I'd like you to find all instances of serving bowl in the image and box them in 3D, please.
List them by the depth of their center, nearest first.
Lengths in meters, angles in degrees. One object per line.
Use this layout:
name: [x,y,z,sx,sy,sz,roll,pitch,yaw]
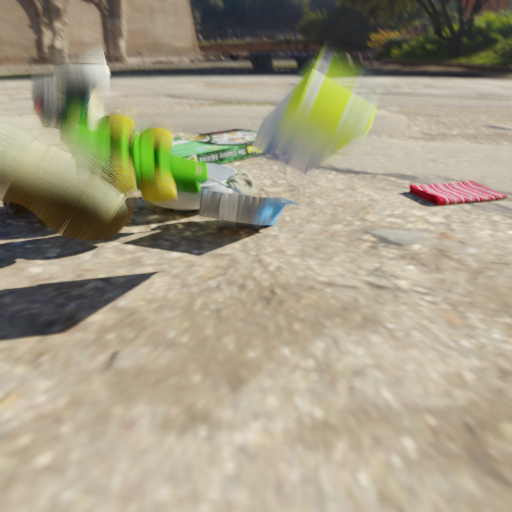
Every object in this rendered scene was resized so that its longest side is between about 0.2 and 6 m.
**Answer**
serving bowl: [-1.341,-1.309,10.988,1.968,0.647,1.968,0,21,0]

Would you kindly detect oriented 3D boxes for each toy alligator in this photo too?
toy alligator: [-1.652,-1.388,9.254,3.656,1.084,0.992,11,-22,-44]

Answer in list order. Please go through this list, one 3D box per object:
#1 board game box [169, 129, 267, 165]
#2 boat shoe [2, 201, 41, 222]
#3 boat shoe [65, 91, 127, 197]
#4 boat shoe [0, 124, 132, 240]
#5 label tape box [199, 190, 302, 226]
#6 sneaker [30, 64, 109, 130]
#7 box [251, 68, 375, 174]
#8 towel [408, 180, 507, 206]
board game box: [-1.313,-2.967,15.457,2.254,0.505,4.302,23,31,40]
boat shoe: [-4.365,-1.018,10.350,1.847,0.663,0.626,23,29,30]
boat shoe: [-2.801,-1.984,9.772,0.801,2.196,0.691,-12,5,34]
boat shoe: [-2.479,-0.907,6.491,2.488,0.908,0.783,22,26,-52]
label tape box: [-0.081,-0.774,9.474,1.455,0.461,1.050,9,3,21]
sneaker: [-2.801,-2.373,8.535,0.738,0.832,1.969,-11,8,-39]
box: [0.712,-1.730,7.517,0.997,0.390,1.635,25,-22,-17]
towel: [4.167,-1.330,11.686,1.647,0.185,1.191,-6,23,-15]
